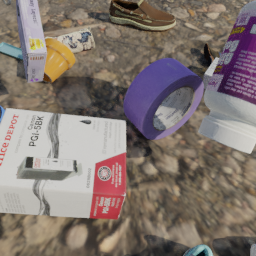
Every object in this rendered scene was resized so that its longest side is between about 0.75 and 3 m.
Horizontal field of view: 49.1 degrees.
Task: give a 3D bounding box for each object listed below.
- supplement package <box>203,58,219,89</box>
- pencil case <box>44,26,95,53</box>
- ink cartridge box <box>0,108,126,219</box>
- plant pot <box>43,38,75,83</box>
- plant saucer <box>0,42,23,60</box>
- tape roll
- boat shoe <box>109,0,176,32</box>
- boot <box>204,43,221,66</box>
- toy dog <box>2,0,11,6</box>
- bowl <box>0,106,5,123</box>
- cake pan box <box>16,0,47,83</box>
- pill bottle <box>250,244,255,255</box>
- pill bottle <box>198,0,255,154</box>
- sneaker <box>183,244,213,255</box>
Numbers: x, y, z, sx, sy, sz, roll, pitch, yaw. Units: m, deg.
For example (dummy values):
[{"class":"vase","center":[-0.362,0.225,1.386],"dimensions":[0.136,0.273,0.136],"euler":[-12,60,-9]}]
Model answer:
[{"class":"supplement package","center":[2.914,-1.739,9.171],"dimensions":[0.576,0.599,1.053],"euler":[25,54,21]},{"class":"pencil case","center":[-2.162,-3.122,10.219],"dimensions":[1.829,0.818,0.711],"euler":[-17,29,-13]},{"class":"ink cartridge box","center":[-1.521,0.781,6.327],"dimensions":[2.851,1.182,2.093],"euler":[6,48,-8]},{"class":"plant pot","center":[-2.530,-2.134,9.242],"dimensions":[1.197,1.197,1.096],"euler":[21,68,17]},{"class":"plant saucer","center":[-4.301,-2.854,10.455],"dimensions":[1.428,0.135,0.499],"euler":[22,53,19]},{"class":"tape roll","center":[0.939,-0.724,7.345],"dimensions":[2.030,2.030,0.862],"euler":[-28,54,-22]},{"class":"boat shoe","center":[0.566,-4.710,11.438],"dimensions":[2.843,1.052,1.050],"euler":[10,50,8]},{"class":"boot","center":[3.091,-2.639,10.148],"dimensions":[0.519,0.400,1.070],"euler":[2,58,-11]},{"class":"toy dog","center":[-3.611,-3.562,6.466],"dimensions":[1.167,1.770,0.853],"euler":[17,45,34]},{"class":"bowl","center":[-4.321,-0.205,8.039],"dimensions":[1.591,0.312,1.591],"euler":[0,49,0]},{"class":"cake pan box","center":[-2.444,-2.220,6.997],"dimensions":[0.483,1.845,1.699],"euler":[-7,79,-22]},{"class":"pill bottle","center":[3.014,2.551,5.462],"dimensions":[1.061,0.604,0.604],"euler":[1,49,2]},{"class":"pill bottle","center":[2.403,-0.915,5.491],"dimensions":[1.489,1.489,2.652],"euler":[24,97,20]},{"class":"sneaker","center":[0.941,2.925,4.964],"dimensions":[0.771,0.858,1.988],"euler":[24,53,19]}]
